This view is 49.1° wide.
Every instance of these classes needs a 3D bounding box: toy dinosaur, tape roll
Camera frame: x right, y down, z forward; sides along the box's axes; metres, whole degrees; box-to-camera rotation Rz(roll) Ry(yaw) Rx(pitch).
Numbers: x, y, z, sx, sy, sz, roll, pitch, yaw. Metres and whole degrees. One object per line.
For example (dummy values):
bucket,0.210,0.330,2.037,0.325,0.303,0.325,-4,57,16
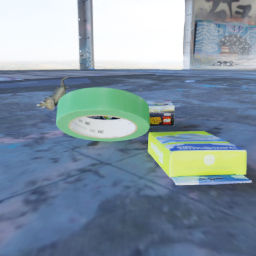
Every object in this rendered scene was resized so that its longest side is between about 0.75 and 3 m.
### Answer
toy dinosaur,-2.743,-1.239,10.905,1.759,0.677,0.900,-47,24,-19
tape roll,-0.520,-0.210,5.994,1.951,0.469,1.951,0,-20,0

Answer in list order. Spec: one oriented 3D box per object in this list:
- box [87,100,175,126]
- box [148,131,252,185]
box,-0.170,-0.462,8.301,2.968,0.592,2.032,0,10,6
box,1.155,0.451,5.092,1.255,0.490,2.058,-1,9,-7
